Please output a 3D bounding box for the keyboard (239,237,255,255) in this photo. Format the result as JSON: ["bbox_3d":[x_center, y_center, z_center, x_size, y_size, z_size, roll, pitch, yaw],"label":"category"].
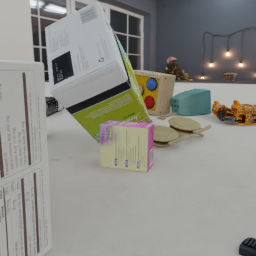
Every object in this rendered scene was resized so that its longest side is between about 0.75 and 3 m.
[{"bbox_3d":[1.434,1.221,2.475,0.878,0.090,0.558,8,14,37],"label":"keyboard"}]

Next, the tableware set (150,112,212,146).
[{"bbox_3d":[1.108,0.121,7.012,1.264,0.383,1.912,25,29,38],"label":"tableware set"}]

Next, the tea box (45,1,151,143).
[{"bbox_3d":[-0.670,-1.186,6.375,1.427,2.101,2.136,-22,54,9],"label":"tea box"}]

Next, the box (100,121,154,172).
[{"bbox_3d":[-0.014,0.314,5.072,0.899,0.791,0.435,4,13,18],"label":"box"}]

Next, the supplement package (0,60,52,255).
[{"bbox_3d":[-2.053,0.318,2.437,2.369,1.845,1.313,5,13,21],"label":"supplement package"}]

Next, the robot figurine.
[{"bbox_3d":[3.755,-0.557,9.671,1.560,0.626,2.152,-2,12,-3],"label":"robot figurine"}]

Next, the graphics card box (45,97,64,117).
[{"bbox_3d":[-3.635,-0.893,11.342,1.486,0.602,2.369,0,13,4],"label":"graphics card box"}]

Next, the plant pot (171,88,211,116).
[{"bbox_3d":[2.424,-0.978,11.049,1.348,0.953,0.952,-11,15,-23],"label":"plant pot"}]

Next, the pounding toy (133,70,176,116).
[{"bbox_3d":[0.600,-1.341,11.208,1.964,1.808,1.397,17,18,33],"label":"pounding toy"}]
